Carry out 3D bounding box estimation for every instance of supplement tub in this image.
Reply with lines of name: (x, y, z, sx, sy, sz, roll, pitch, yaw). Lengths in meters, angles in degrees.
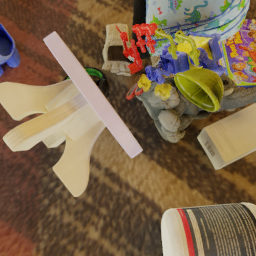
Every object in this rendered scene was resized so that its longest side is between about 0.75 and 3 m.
supplement tub: (2.176, 2.691, 6.364, 2.630, 1.846, 1.846, -4, 68, -2)

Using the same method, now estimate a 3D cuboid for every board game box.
board game box: (3.870, -2.353, 9.141, 1.720, 0.573, 2.559, -2, 68, -1)

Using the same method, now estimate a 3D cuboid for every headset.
headset: (-1.199, -1.064, 8.341, 1.410, 1.073, 2.283, -20, 58, -7)

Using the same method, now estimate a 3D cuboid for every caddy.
caddy: (-4.388, -2.621, 9.021, 1.362, 1.012, 1.927, -36, 72, -13)

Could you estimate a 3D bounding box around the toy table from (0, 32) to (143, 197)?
toy table: (-1.254, -0.234, 5.742, 1.737, 2.726, 2.965, -38, 77, -2)

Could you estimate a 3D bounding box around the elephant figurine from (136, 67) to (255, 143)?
elephant figurine: (2.012, -0.936, 7.888, 2.883, 2.040, 2.237, -29, 85, -4)

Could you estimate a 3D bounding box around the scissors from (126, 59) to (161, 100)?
scissors: (0.606, -1.711, 8.932, 0.147, 0.770, 2.105, 44, 60, -23)

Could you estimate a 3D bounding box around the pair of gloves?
pair of gloves: (0.434, -2.641, 9.336, 2.549, 0.447, 2.167, 4, 67, 1)

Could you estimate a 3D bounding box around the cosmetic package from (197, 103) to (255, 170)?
cosmetic package: (3.200, 0.184, 7.962, 2.067, 0.839, 1.166, -22, 70, -10)

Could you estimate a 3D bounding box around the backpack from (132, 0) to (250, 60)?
backpack: (1.556, -3.077, 7.067, 2.858, 2.197, 2.331, 3, 80, 8)

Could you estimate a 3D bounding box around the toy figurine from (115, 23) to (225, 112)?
toy figurine: (1.229, -1.587, 5.481, 1.767, 1.556, 2.949, -30, 30, -14)
